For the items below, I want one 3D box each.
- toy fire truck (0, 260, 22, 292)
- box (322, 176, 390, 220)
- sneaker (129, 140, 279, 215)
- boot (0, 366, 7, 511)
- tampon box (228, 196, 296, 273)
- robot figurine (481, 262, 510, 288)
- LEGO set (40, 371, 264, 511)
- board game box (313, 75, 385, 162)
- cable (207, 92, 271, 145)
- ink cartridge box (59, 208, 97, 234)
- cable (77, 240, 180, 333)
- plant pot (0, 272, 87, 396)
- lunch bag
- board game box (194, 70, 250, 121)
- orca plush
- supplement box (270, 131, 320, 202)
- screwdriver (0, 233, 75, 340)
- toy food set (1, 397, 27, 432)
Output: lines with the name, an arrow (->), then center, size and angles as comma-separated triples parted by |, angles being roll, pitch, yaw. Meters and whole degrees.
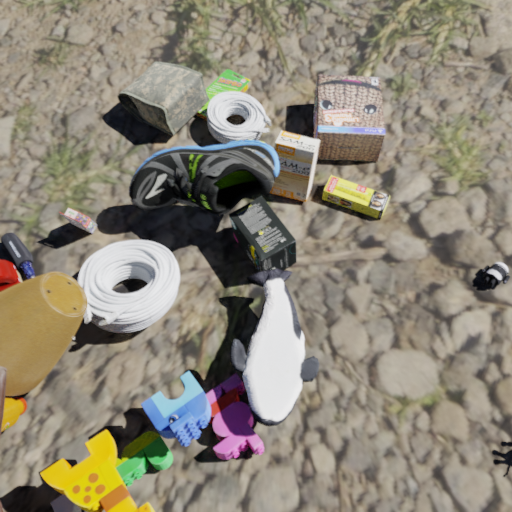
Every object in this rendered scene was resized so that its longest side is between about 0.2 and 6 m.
toy fire truck -> -5.188, 0.355, 10.461 | 1.192, 1.355, 0.871 | -24, 62, -14
box -> 2.142, -1.259, 12.046 | 1.349, 0.338, 0.508 | 22, 61, 13
sneaker -> -1.075, -1.411, 10.742 | 3.066, 1.087, 1.270 | -8, 48, 12
boot -> -5.117, 3.113, 7.929 | 3.175, 1.094, 3.407 | -3, 95, -12
tampon box -> 0.134, -0.337, 11.092 | 0.794, 0.942, 1.257 | -30, 62, -11
robot figurine -> 4.722, 0.378, 11.051 | 0.557, 0.348, 0.419 | -43, 94, -23
LEGO set -> -1.596, 3.407, 8.354 | 4.245, 1.619, 1.742 | -33, 57, -17
board game box -> 2.096, -3.174, 12.884 | 1.484, 0.901, 1.861 | 2, 58, 1
cable -> -0.463, -3.194, 13.038 | 1.386, 0.480, 1.386 | -15, 67, -13
ink cartridge box -> -3.598, -0.744, 11.352 | 0.497, 0.911, 0.229 | 25, 78, 5
cable -> -2.387, 0.541, 10.545 | 1.928, 0.667, 1.927 | -17, 48, -15
plant pot -> -3.679, 1.090, 9.183 | 1.831, 1.707, 1.707 | -38, 58, 24
lunch bag -> -2.222, -3.786, 13.167 | 1.695, 0.996, 1.390 | 29, 66, 25
board game box -> -0.885, -3.934, 13.734 | 0.758, 0.238, 1.586 | 32, 69, 19
orca plush -> 0.159, 1.650, 9.828 | 1.494, 1.010, 2.840 | -4, 58, -17
supplement box -> 0.791, -1.862, 11.788 | 0.853, 1.354, 0.498 | 15, 47, 10
screwdriver -> -4.273, 0.579, 10.840 | 0.425, 0.407, 2.920 | -11, 50, -40
toy food set -> -5.416, 3.054, 9.078 | 3.067, 1.380, 1.464 | -39, 86, -3
